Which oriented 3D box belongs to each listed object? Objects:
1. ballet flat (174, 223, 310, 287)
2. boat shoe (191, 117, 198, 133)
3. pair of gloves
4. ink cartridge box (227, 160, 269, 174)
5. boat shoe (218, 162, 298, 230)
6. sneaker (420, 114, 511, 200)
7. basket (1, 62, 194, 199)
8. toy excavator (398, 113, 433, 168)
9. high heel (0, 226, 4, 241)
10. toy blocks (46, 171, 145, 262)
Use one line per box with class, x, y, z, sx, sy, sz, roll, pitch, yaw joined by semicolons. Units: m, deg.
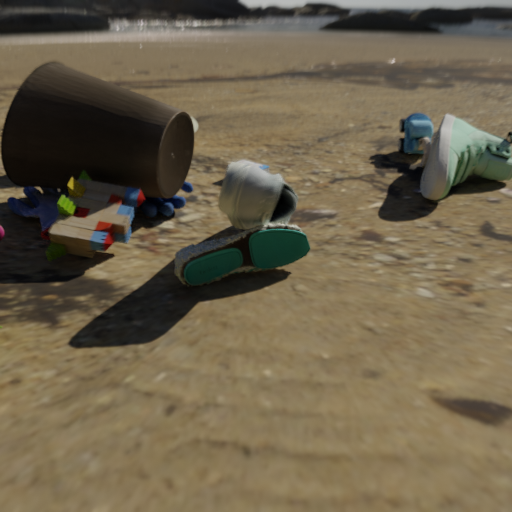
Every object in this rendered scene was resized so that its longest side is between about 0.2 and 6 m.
ballet flat;-0.266;-0.129;8.993;2.262;0.812;0.812;-13;30;-18
boat shoe;-2.328;-3.129;15.149;0.581;0.695;1.944;-31;13;48
pair of gloves;-3.165;-1.201;11.619;3.584;0.408;2.882;-15;32;-25
ink cartridge box;-0.190;-1.949;13.101;0.816;0.345;0.590;22;34;33
boat shoe;0.149;-0.881;9.603;1.066;1.045;2.995;18;2;8
sneaker;4.849;-2.075;12.489;1.936;1.208;3.282;22;42;10
basket;-2.946;-2.279;11.057;3.043;2.069;2.743;15;70;13
toy excavator;4.230;-2.968;14.431;0.814;1.584;1.629;1;-1;2
high heel;-5.195;-0.059;8.861;2.189;0.737;1.050;-9;18;-7
toy blocks;-2.689;-0.621;9.690;1.240;0.907;1.814;11;49;1
